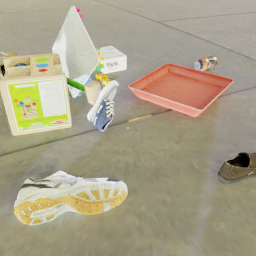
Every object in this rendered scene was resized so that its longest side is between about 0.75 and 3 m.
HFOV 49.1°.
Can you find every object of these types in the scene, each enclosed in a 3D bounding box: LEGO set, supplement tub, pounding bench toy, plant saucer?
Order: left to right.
[{"bbox_3d":[-2.409,-1.296,9.143,2.864,1.779,2.234,-9,35,-13],"label":"pounding bench toy"},{"bbox_3d":[-1.158,-2.135,11.357,2.014,0.768,0.827,-13,39,-29],"label":"LEGO set"},{"bbox_3d":[2.011,-1.469,10.512,2.960,0.543,2.954,22,40,30],"label":"plant saucer"},{"bbox_3d":[3.519,-2.908,12.616,1.053,0.563,0.563,-17,38,-25],"label":"supplement tub"}]

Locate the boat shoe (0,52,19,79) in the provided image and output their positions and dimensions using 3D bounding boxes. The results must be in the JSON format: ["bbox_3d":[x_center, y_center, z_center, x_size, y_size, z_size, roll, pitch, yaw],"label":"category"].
[{"bbox_3d":[-4.427,-2.226,10.834,1.084,0.927,2.957,-19,49,-14],"label":"boat shoe"}]

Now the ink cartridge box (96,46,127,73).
[{"bbox_3d":[-0.921,-3.163,12.884,1.171,0.675,1.605,-16,37,-22],"label":"ink cartridge box"}]

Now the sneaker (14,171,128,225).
[{"bbox_3d":[-1.218,1.299,6.100,2.364,0.894,1.036,-6,34,-10],"label":"sneaker"}]

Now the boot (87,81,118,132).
[{"bbox_3d":[-0.591,-0.626,8.357,0.685,1.517,0.552,47,30,22],"label":"boot"}]

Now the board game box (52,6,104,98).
[{"bbox_3d":[-1.818,-2.584,9.807,0.292,2.258,2.258,-13,71,-38],"label":"board game box"}]

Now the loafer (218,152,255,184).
[{"bbox_3d":[3.010,0.887,6.970,1.651,0.589,0.603,-17,38,-23],"label":"loafer"}]
